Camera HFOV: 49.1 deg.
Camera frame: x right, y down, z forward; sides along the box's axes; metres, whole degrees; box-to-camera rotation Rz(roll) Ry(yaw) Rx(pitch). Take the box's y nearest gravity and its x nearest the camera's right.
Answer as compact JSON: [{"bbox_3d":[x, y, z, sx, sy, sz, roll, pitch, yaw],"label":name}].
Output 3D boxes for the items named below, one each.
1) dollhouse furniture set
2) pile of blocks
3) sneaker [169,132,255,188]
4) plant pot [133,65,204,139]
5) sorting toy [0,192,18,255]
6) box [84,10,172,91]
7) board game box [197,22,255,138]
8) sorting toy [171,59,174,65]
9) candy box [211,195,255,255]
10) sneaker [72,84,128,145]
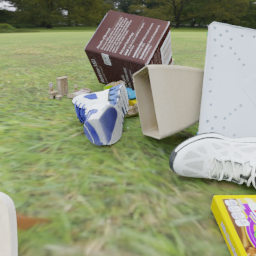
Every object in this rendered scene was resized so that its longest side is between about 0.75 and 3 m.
[{"bbox_3d":[-1.967,-1.403,10.041,1.381,0.674,1.177,14,27,31],"label":"dollhouse furniture set"},{"bbox_3d":[-0.328,-0.954,8.711,0.657,0.868,2.115,-15,27,-31],"label":"pile of blocks"},{"bbox_3d":[1.898,0.651,4.888,2.173,0.820,1.250,-3,21,-14],"label":"sneaker"},{"bbox_3d":[1.024,-0.674,6.469,1.353,1.526,1.528,-11,5,-11],"label":"plant pot"},{"bbox_3d":[-2.485,1.747,1.666,2.604,1.545,2.892,-2,19,16],"label":"sorting toy"},{"bbox_3d":[0.130,-2.501,9.598,2.274,1.887,1.868,19,68,21],"label":"box"},{"bbox_3d":[2.802,-0.805,6.035,2.556,2.556,0.331,8,-8,-7],"label":"board game box"},{"bbox_3d":[0.319,-2.414,12.121,2.685,0.934,2.669,10,25,23],"label":"sorting toy"},{"bbox_3d":[1.925,1.613,3.231,1.254,0.324,2.453,2,23,-2],"label":"candy box"},{"bbox_3d":[-0.857,-0.325,7.317,1.393,0.974,2.411,-9,27,17],"label":"sneaker"}]
